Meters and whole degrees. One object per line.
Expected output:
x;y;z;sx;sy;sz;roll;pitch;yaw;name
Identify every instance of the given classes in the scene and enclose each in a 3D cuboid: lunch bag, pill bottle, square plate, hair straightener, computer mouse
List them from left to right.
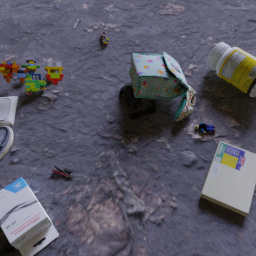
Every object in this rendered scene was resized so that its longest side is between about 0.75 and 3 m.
-5.519;-0.718;11.690;1.607;0.229;1.592;-5;55;-3;square plate
-2.277;1.555;10.091;0.871;0.178;0.335;19;57;13;hair straightener
0.454;-1.299;11.972;1.328;0.435;1.891;-14;56;-9;computer mouse
1.327;-2.240;11.908;2.310;1.409;1.968;0;42;-9;lunch bag
4.846;-2.613;12.262;1.469;1.469;2.570;-37;63;-23;pill bottle

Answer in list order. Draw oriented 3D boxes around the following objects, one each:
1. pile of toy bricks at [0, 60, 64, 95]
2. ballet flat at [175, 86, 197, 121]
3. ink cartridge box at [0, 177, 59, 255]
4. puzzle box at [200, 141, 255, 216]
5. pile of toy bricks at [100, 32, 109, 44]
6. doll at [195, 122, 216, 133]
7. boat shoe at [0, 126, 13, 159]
-4.212;-2.090;12.206;2.663;1.477;1.315;-4;82;-22;pile of toy bricks
2.474;-0.991;11.637;0.612;0.724;1.914;27;59;-6;ballet flat
-3.312;2.817;8.842;1.275;0.746;2.198;-34;61;-22;ink cartridge box
3.688;1.691;9.913;1.593;0.304;2.395;22;57;15;puzzle box
-1.132;-4.622;14.434;0.390;0.438;0.790;17;32;-36;pile of toy bricks
3.088;0.000;11.190;0.812;0.197;0.554;8;54;5;doll
-5.035;0.695;10.134;0.888;1.102;2.377;11;56;7;boat shoe
